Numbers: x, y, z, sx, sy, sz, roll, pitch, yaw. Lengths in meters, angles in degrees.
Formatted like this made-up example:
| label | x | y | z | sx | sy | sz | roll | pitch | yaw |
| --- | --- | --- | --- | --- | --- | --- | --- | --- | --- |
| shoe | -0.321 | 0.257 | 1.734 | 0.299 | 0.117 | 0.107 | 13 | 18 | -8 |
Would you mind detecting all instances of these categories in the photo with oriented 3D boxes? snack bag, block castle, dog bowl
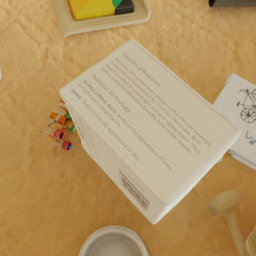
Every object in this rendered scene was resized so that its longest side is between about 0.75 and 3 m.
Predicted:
| label | x | y | z | sx | sy | sz | roll | pitch | yaw |
| --- | --- | --- | --- | --- | --- | --- | --- | --- | --- |
| snack bag | 3.097 | -0.106 | 6.970 | 2.295 | 0.246 | 2.164 | 32 | 69 | 13 |
| block castle | -1.329 | -0.185 | 6.668 | 0.614 | 0.875 | 1.310 | 21 | 66 | 16 |
| dog bowl | -0.288 | 2.711 | 5.551 | 1.529 | 0.448 | 1.529 | 0 | 66 | 1 |

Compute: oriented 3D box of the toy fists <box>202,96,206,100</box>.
| label | x | y | z | sx | sy | sz | roll | pitch | yaw |
| --- | --- | --- | --- | --- | --- | --- | --- | --- | --- |
| toy fists | 1.360 | -0.572 | 7.102 | 1.222 | 0.420 | 0.623 | 18 | 59 | 10 |

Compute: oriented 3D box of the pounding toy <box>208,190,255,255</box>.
| label | x | y | z | sx | sy | sz | roll | pitch | yaw |
| --- | --- | --- | --- | --- | --- | --- | --- | --- | --- |
| pounding toy | 3.070 | 2.091 | 5.126 | 1.682 | 1.688 | 2.942 | -34 | 63 | -14 |

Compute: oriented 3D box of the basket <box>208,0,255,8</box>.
| label | x | y | z | sx | sy | sz | roll | pitch | yaw |
| --- | --- | --- | --- | --- | --- | --- | --- | --- | --- |
| basket | 3.551 | -4.374 | 8.408 | 1.894 | 1.288 | 1.708 | 6 | 84 | -2 |

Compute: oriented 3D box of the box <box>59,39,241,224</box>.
| label | x | y | z | sx | sy | sz | roll | pitch | yaw |
| --- | --- | --- | --- | --- | --- | --- | --- | --- | --- |
| box | 0.308 | 0.242 | 5.507 | 1.694 | 2.578 | 2.592 | -39 | 71 | -16 |

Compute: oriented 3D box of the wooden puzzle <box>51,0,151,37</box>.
| label | x | y | z | sx | sy | sz | roll | pitch | yaw |
| --- | --- | --- | --- | --- | --- | --- | --- | --- | --- |
| wooden puzzle | -0.966 | -4.116 | 8.678 | 2.786 | 0.519 | 2.577 | -15 | 66 | -7 |
